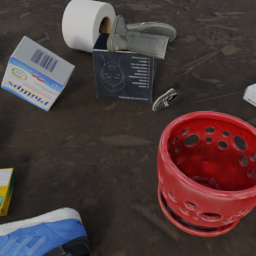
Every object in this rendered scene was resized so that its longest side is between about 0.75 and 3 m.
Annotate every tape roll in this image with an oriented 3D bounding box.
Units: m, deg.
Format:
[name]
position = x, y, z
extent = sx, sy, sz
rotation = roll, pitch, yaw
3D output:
[tape roll]
position = -1.646, -4.439, 12.314
extent = 1.497, 2.180, 2.180
rotation = 18, 46, 19

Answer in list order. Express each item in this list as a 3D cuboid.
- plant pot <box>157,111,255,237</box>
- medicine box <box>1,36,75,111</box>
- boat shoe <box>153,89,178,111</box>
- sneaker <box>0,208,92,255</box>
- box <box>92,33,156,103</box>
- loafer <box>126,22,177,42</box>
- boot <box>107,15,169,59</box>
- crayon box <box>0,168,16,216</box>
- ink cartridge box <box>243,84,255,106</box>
[plant pot]
position = 1.811, 1.146, 6.376
extent = 2.355, 2.145, 2.355
rotation = 0, 42, 0
[medicine box]
position = -2.931, -1.651, 9.037
extent = 1.717, 1.885, 0.970
rotation = 29, 55, -19
[boat shoe]
position = 1.285, -0.920, 9.559
extent = 1.028, 0.373, 0.322
rotation = -42, 55, -8
[sneaker]
position = -2.123, 2.739, 5.431
extent = 2.892, 1.110, 1.609
rotation = -12, 36, -22
[box]
position = -0.062, -2.095, 9.890
extent = 2.071, 2.036, 1.284
rotation = 6, 45, 6
[loafer]
position = 0.973, -4.703, 13.440
extent = 2.710, 1.019, 0.944
rotation = 7, 48, 7
[boot]
position = 0.381, -2.844, 8.705
extent = 1.807, 0.656, 1.643
rotation = 4, 62, 13
[crayon box]
position = -3.467, 1.717, 7.066
extent = 0.916, 0.376, 1.456
rotation = -3, 43, -3
[ink cartridge box]
position = 6.091, -0.881, 9.599
extent = 2.917, 0.593, 2.923
rotation = -20, 45, -24
